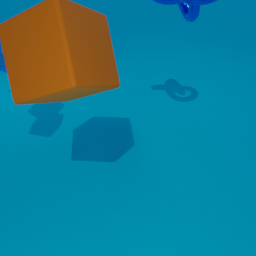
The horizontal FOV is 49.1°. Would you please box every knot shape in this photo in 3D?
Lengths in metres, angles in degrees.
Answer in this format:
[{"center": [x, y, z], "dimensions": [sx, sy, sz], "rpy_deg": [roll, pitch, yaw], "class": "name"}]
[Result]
[{"center": [1.266, -3.012, 6.312], "dimensions": [1.678, 0.776, 1.571], "rpy_deg": [25, 7, 10], "class": "knot shape"}]

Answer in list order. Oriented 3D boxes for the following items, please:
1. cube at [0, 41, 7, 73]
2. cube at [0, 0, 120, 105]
[{"center": [-2.945, -1.752, 6.508], "dimensions": [0.732, 0.732, 0.732], "rpy_deg": [18, -4, -26], "class": "cube"}, {"center": [-1.085, -1.160, 4.625], "dimensions": [1.285, 1.285, 1.285], "rpy_deg": [-10, 2, 29], "class": "cube"}]
